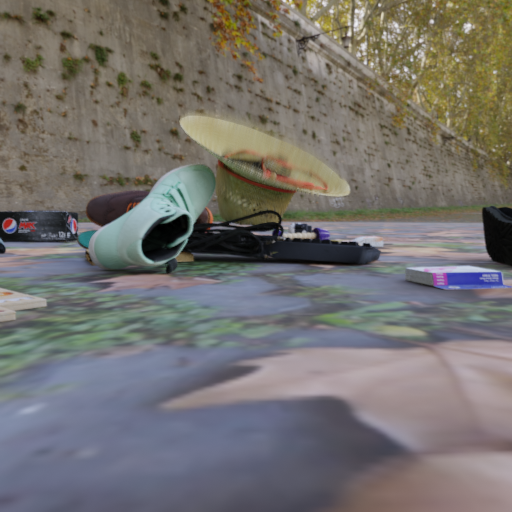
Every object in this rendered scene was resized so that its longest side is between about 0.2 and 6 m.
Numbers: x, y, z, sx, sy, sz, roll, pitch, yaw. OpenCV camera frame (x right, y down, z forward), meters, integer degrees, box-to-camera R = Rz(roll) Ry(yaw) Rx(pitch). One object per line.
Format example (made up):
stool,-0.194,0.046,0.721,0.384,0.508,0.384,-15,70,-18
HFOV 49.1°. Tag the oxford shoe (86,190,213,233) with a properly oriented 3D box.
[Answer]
oxford shoe,-2.364,-0.992,11.855,2.790,0.993,1.012,3,-8,7

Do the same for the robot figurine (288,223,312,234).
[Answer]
robot figurine,1.552,-0.905,19.876,0.848,0.637,0.529,1,28,4

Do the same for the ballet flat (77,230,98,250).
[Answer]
ballet flat,-3.136,-0.250,12.438,1.597,0.544,0.537,4,-17,-11

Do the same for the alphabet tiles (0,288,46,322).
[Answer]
alphabet tiles,-3.452,0.459,5.180,2.314,0.104,2.768,-4,6,-44

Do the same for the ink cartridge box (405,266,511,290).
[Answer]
ink cartridge box,2.535,0.263,7.059,0.959,0.211,0.976,0,3,-12

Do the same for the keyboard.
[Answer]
keyboard,0.055,-0.417,10.406,4.348,0.862,2.263,3,4,18

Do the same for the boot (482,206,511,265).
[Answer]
boot,5.187,-0.369,9.767,1.928,0.971,2.579,-7,15,5

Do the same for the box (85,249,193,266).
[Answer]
box,-2.205,0.001,10.422,1.787,0.190,1.461,-1,6,-21

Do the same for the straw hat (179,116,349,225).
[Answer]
straw hat,-0.066,-1.271,10.395,3.394,1.436,3.394,18,23,-8

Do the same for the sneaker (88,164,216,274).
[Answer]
sneaker,-1.194,-0.633,8.873,1.579,0.985,2.677,2,38,45

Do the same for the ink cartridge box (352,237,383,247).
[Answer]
ink cartridge box,2.750,-0.393,15.044,1.125,0.282,0.913,2,4,-3

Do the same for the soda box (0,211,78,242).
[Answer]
soda box,-6.868,-0.905,17.136,2.669,0.945,0.845,1,2,6

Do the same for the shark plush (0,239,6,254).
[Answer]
shark plush,-6.770,-0.894,12.767,1.753,1.607,3.858,-2,5,-28

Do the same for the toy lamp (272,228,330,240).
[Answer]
toy lamp,1.301,-0.545,15.868,1.712,0.498,0.498,-5,6,-25

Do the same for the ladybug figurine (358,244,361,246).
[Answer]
ladybug figurine,2.030,-0.155,12.109,0.464,0.246,0.683,0,4,2
